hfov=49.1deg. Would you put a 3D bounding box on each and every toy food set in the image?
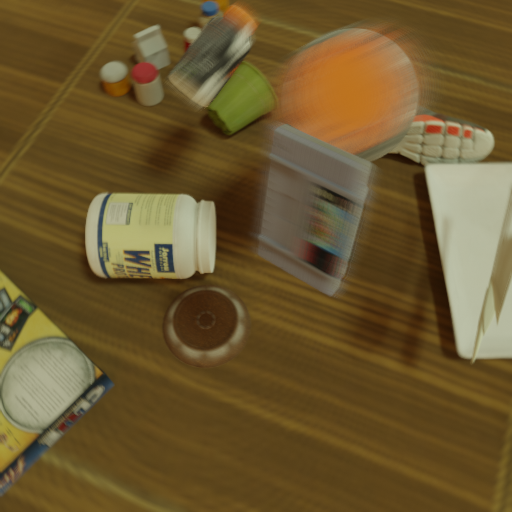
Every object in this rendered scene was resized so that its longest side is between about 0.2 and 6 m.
[{"bbox_3d":[-1.468,-3.746,9.880,2.707,1.218,1.292,-31,67,-15],"label":"toy food set"}]

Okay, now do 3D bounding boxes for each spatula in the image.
[{"bbox_3d":[2.892,-0.205,6.415,0.207,1.791,2.576,14,66,22],"label":"spatula"}]

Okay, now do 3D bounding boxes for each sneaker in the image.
[{"bbox_3d":[2.597,-2.213,9.256,2.576,0.993,1.055,11,57,5],"label":"sneaker"}]

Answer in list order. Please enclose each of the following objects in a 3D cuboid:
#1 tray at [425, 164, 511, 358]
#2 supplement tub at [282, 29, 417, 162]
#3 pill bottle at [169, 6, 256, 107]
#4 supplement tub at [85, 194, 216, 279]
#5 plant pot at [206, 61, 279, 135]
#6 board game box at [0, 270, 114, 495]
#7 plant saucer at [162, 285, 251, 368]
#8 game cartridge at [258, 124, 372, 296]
[{"bbox_3d":[3.570,0.006,8.404,1.732,0.358,3.226,0,62,-1],"label":"tray"},{"bbox_3d":[0.977,-1.602,5.888,1.296,2.115,1.296,2,101,11],"label":"supplement tub"},{"bbox_3d":[-0.514,-2.555,7.113,0.634,0.634,1.193,38,93,18],"label":"pill bottle"},{"bbox_3d":[-1.462,-0.281,8.061,1.687,1.223,1.223,1,62,1],"label":"supplement tub"},{"bbox_3d":[-0.296,-2.581,9.514,0.962,1.013,1.013,-44,70,-7],"label":"plant pot"},{"bbox_3d":[-4.087,1.351,7.540,3.626,0.627,2.456,39,69,18],"label":"board game box"},{"bbox_3d":[-0.716,0.947,7.985,1.276,0.233,1.276,0,62,-1],"label":"plant saucer"},{"bbox_3d":[0.428,-0.329,4.549,0.834,1.286,0.247,34,47,28],"label":"game cartridge"}]
